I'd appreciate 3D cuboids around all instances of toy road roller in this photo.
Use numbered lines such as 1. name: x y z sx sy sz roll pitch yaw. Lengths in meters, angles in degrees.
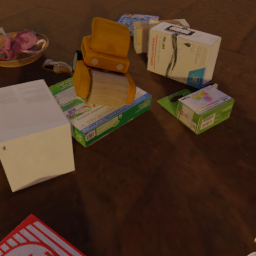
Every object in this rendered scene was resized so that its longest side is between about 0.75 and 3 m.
1. toy road roller: -0.570 -1.747 7.169 1.410 1.675 2.294 7 37 -22

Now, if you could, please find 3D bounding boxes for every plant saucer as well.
1. plant saucer: -4.240 -2.932 10.591 2.516 0.445 2.516 0 41 0

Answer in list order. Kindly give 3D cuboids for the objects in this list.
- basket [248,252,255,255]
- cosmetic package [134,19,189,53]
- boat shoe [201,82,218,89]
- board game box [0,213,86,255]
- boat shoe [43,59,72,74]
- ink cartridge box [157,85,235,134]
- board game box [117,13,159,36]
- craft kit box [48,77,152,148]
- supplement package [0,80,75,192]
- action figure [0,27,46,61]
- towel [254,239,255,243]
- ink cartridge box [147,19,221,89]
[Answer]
1. basket: 1.893 2.465 4.465 0.777 0.479 0.527 -19 44 -21
2. cosmetic package: 1.258 -3.554 10.855 2.019 1.062 0.718 -6 42 -5
3. boat shoe: 2.496 -1.254 8.835 0.800 0.302 0.241 -20 45 -38
4. board game box: -1.358 2.575 4.312 2.165 0.501 1.640 24 47 25
5. boat shoe: -2.457 -2.078 9.721 1.096 0.405 0.364 15 57 19
6. ink cartridge box: 1.852 -0.763 7.975 1.300 0.666 1.759 -25 48 -25
7. board game box: 0.395 -4.615 12.551 1.709 0.372 1.717 10 43 10
8. craft kit box: -1.007 -0.782 8.112 2.430 0.589 2.400 -31 53 -30
9. supplement package: -2.262 0.087 6.379 1.457 1.446 1.919 -17 44 -24
10. action figure: -4.133 -2.787 10.128 1.407 1.265 1.889 34 45 -4
11. towel: 3.738 2.176 4.959 2.381 0.271 1.715 31 49 30
12. ink cartridge box: 1.535 -2.497 9.280 2.620 1.520 0.889 26 46 27
